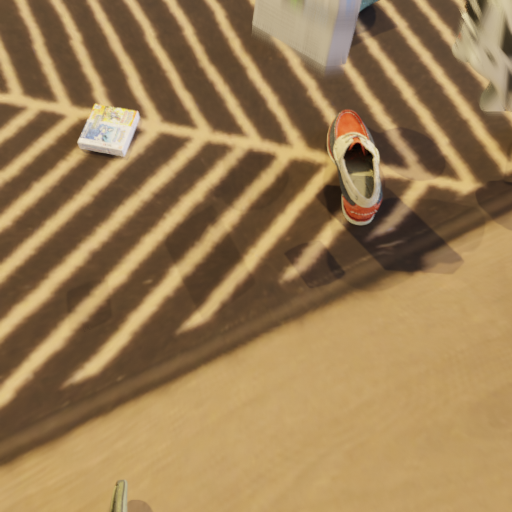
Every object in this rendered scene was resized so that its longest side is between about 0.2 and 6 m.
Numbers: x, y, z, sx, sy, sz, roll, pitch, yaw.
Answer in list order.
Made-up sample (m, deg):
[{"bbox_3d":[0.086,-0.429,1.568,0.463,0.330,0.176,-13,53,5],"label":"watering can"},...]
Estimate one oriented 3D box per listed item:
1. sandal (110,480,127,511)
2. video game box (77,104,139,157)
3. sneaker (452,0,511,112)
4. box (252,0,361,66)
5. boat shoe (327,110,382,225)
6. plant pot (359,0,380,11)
[{"bbox_3d":[-1.312,3.626,6.593,0.564,0.785,1.977,-14,69,-26],"label":"sandal"},{"bbox_3d":[-2.555,-2.189,9.737,0.814,0.209,0.893,12,64,3],"label":"video game box"},{"bbox_3d":[3.173,-3.139,7.264,1.343,3.035,1.124,-10,38,25],"label":"sneaker"},{"bbox_3d":[0.675,-3.517,6.667,0.408,1.984,1.546,-18,47,-33],"label":"box"},{"bbox_3d":[1.627,-1.586,9.166,0.782,0.687,2.197,-3,62,1],"label":"boat shoe"},{"bbox_3d":[1.712,-5.105,10.742,1.151,1.175,1.175,-42,70,-11],"label":"plant pot"}]
